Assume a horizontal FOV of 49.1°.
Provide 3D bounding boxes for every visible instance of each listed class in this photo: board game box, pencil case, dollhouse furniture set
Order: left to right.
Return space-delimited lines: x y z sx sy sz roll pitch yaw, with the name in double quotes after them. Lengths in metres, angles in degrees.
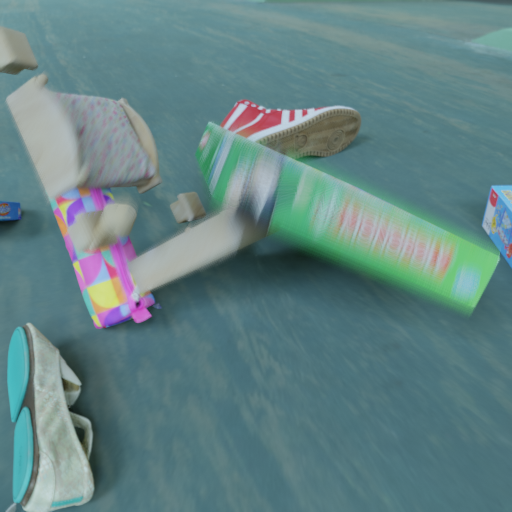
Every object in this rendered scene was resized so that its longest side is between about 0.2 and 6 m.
-5.134 -0.793 10.034 1.249 0.370 1.642 -2 5 -4 "board game box"
-2.167 -0.089 7.951 1.004 2.271 1.004 -22 1 0 "pencil case"
-1.350 -1.582 7.896 1.776 3.637 3.102 -25 -1 25 "dollhouse furniture set"
0.792 -0.902 8.128 3.245 0.702 4.823 21 11 -13 "board game box"
5.799 -0.135 9.194 3.028 0.864 3.092 0 32 0 "board game box"

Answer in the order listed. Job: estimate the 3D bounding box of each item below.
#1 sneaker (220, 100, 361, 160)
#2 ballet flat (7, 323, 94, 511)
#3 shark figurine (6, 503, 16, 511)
0.726 -3.112 13.562 3.481 1.240 1.958 -21 41 -26 "sneaker"
-2.370 1.791 6.434 0.815 0.882 2.614 15 26 -32 "ballet flat"
-3.012 2.435 5.451 1.368 0.571 0.817 17 37 28 "shark figurine"
